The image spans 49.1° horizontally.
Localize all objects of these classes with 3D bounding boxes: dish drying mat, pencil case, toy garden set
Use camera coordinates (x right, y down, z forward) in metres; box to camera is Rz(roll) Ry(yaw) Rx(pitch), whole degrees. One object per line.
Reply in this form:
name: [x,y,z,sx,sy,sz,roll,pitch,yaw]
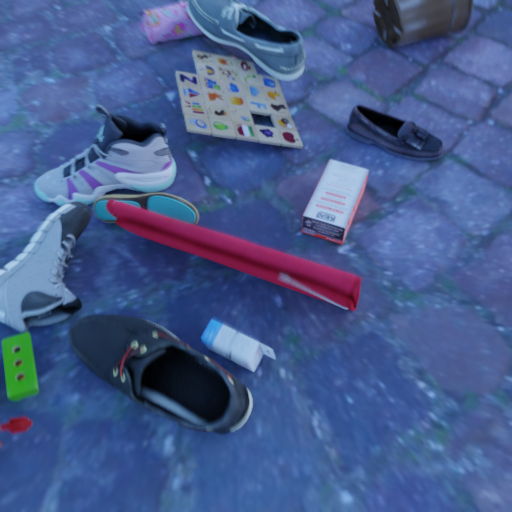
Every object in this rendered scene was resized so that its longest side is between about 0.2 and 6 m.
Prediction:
dish drying mat: [-0.336,0.016,8.583,3.921,1.506,0.357,18,81,13]
pencil case: [-1.808,-5.649,13.448,1.875,0.820,0.820,-20,54,-14]
toy garden set: [-3.996,2.180,7.505,2.169,0.433,1.808,-16,52,-13]

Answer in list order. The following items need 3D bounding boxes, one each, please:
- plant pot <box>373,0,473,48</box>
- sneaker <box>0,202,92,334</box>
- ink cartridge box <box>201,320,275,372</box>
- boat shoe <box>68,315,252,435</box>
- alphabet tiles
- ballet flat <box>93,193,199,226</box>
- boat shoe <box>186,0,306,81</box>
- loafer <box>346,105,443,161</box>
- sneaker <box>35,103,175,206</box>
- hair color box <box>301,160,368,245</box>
plant pot: [3.795,-5.797,13.084,1.730,1.748,1.748,-23,55,-8]
sneaker: [-3.072,0.274,8.817,1.332,0.865,2.306,30,68,16]
ink cartridge box: [-0.248,1.331,8.014,0.989,0.573,0.330,24,70,18]
boat shoe: [-1.418,1.488,7.624,2.875,0.901,1.052,23,77,19]
alphabet tiles: [-0.455,-3.294,11.524,2.379,0.107,2.846,4,49,-22]
ballet flat: [-1.878,-0.849,9.775,1.871,0.642,0.590,7,19,5]
boat shoe: [-0.226,-5.237,12.550,3.264,1.008,1.188,39,72,11]
loafer: [2.724,-2.433,11.002,1.957,0.616,0.704,21,55,16]
sneaker: [-2.754,-1.864,9.813,2.529,1.769,0.983,-14,53,-11]
hair color box: [1.412,-0.983,9.948,0.779,0.470,1.535,18,53,13]
